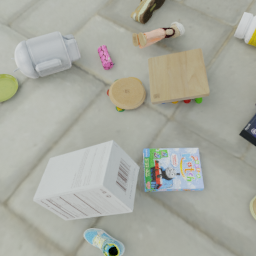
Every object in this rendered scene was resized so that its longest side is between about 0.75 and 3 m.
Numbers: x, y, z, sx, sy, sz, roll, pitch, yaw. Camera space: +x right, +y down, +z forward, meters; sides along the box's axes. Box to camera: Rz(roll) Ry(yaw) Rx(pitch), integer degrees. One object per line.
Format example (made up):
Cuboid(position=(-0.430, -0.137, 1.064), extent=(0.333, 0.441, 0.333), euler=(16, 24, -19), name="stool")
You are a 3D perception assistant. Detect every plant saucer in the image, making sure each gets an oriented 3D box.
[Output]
Cuboid(position=(-4.249, -1.320, 9.428), extent=(1.136, 0.177, 1.136), euler=(0, 63, 1), name="plant saucer")

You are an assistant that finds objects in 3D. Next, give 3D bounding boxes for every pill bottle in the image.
Cuboid(position=(4.850, -3.390, 9.972), extent=(1.845, 1.055, 1.055), euler=(23, 66, 11), name="pill bottle")

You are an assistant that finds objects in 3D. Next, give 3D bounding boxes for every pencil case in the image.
Cuboid(position=(-0.792, -2.515, 9.886), extent=(0.416, 0.429, 0.917), euler=(-17, 64, -11), name="pencil case")

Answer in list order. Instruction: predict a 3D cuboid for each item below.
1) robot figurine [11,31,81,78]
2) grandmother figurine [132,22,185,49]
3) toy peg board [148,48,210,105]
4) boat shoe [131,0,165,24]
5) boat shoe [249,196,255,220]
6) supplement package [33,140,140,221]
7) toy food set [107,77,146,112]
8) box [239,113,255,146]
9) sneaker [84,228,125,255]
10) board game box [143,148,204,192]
Cuboid(position=(-2.758, -2.421, 9.357), extent=(2.235, 1.262, 1.896), euler=(-19, 38, -9), name="robot figurine")
Cuboid(position=(1.160, -3.341, 10.016), extent=(2.093, 0.634, 1.269), euler=(-22, 33, -27), name="grandmother figurine")
Cuboid(position=(1.668, -1.514, 9.281), extent=(1.786, 0.877, 1.793), euler=(-8, 61, 13), name="toy peg board")
Cuboid(position=(0.817, -4.970, 11.008), extent=(0.768, 0.722, 2.016), euler=(28, 66, 26), name="boat shoe")
Cuboid(position=(4.587, 1.803, 7.450), extent=(2.693, 0.894, 0.997), euler=(-17, 65, -8), name="boat shoe")
Cuboid(position=(-0.974, 1.336, 6.787), extent=(2.118, 1.242, 1.238), euler=(-17, 43, 30), name="supplement package")
Cuboid(position=(-0.044, -1.142, 9.244), extent=(1.248, 0.307, 1.261), euler=(-15, 67, -10), name="toy food set")
Cuboid(position=(4.109, -0.019, 8.635), extent=(0.793, 0.443, 1.124), euler=(37, 69, 20), name="box")
Cuboid(position=(-0.636, 2.860, 6.983), extent=(1.143, 0.746, 0.454), euler=(20, 78, 10), name="sneaker")
Cuboid(position=(1.278, 1.191, 8.094), extent=(1.632, 0.299, 1.234), euler=(-1, 63, -1), name="board game box")
